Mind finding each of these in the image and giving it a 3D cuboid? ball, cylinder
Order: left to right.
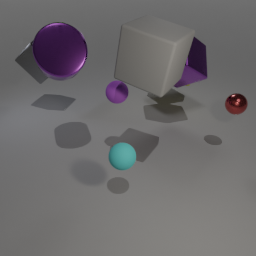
[{"bbox_3d":[-1.909,-2.085,7.896,1.400,1.400,1.400,-8,7,-14],"label":"cylinder"},{"bbox_3d":[-0.334,-1.091,8.519,0.700,0.700,0.700,0,29,0],"label":"ball"},{"bbox_3d":[-0.145,0.723,7.104,0.700,0.700,0.700,0,29,0],"label":"ball"},{"bbox_3d":[3.534,-0.782,9.149,0.700,0.700,0.700,0,29,0],"label":"ball"}]

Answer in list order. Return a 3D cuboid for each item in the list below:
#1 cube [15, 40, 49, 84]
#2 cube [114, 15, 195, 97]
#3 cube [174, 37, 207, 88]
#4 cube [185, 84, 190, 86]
[{"bbox_3d":[-3.517,-2.996,11.718,1.400,1.400,1.400,-25,30,40],"label":"cube"},{"bbox_3d":[0.655,-1.861,7.096,1.400,1.400,1.400,25,39,18],"label":"cube"},{"bbox_3d":[1.990,-2.507,10.493,1.400,1.400,1.400,-12,-20,43],"label":"cube"},{"bbox_3d":[2.204,-2.923,13.174,1.400,1.400,1.400,0,29,-33],"label":"cube"}]
